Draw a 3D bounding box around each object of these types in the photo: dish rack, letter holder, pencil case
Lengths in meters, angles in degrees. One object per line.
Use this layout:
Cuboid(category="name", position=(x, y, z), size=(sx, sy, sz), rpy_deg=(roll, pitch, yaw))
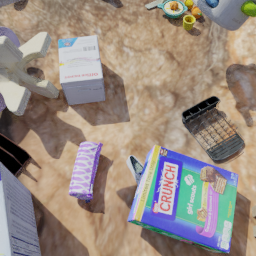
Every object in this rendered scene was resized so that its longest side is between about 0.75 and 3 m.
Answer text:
Cuboid(category="dish rack", position=(2.562, 0.033, 8.333), size=(1.364, 0.485, 1.778), rpy_deg=(-28, 67, -13))
Cuboid(category="letter holder", position=(-3.617, 0.535, 7.745), size=(1.481, 1.053, 0.745), rpy_deg=(29, 67, 15))
Cuboid(category="pencil case", position=(-1.138, 1.159, 7.621), size=(0.683, 0.670, 1.597), rpy_deg=(-13, 58, 34))

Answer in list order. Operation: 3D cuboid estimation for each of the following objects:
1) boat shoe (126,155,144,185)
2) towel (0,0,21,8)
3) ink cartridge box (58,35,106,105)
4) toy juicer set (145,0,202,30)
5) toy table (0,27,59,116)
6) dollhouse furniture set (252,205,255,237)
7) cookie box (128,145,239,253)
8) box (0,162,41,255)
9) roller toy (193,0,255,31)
Cuboid(category="boat shoe", position=(0.346, 1.283, 7.722), size=(0.451, 0.409, 1.225), rpy_deg=(-36, 68, -17))
Cuboid(category="towel", position=(-2.441, -2.537, 5.036), size=(1.193, 0.791, 0.206), rpy_deg=(-22, 59, -4))
Cuboid(category="ink cartridge box", position=(-1.436, -1.799, 8.832), size=(1.245, 1.239, 1.697), rpy_deg=(-7, 63, -4))
Cuboid(category="toy juicer set", position=(1.876, -4.695, 10.700), size=(2.111, 0.574, 1.343), rpy_deg=(36, 68, 17))
Cuboid(category="toy table", position=(-3.373, -1.690, 8.186), size=(1.696, 2.662, 2.896), rpy_deg=(4, 79, 19))
Cuboid(category="dollhouse furniture set", position=(3.905, 2.616, 6.711), size=(1.404, 0.994, 1.528), rpy_deg=(8, 63, 4))
Cuboid(category="cookie box", position=(1.402, 1.757, 7.014), size=(2.318, 0.871, 1.983), rpy_deg=(19, 64, -2))
Cuboid(category="box", position=(-2.872, 2.423, 5.998), size=(1.379, 2.417, 2.628), rpy_deg=(-16, 63, -10))
Cuboid(category="roller toy", position=(2.756, -3.647, 7.905), size=(1.688, 1.293, 1.851), rpy_deg=(31, 38, -11))
